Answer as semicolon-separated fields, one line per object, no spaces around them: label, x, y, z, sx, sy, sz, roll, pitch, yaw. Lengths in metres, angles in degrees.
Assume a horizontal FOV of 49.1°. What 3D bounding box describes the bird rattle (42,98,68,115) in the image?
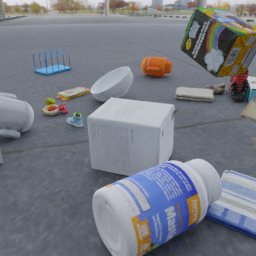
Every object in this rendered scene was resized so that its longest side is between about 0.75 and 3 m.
bird rattle;-2.976;-0.740;11.263;1.017;0.573;0.830;27;46;21

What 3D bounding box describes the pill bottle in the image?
pill bottle;0.658;1.435;5.472;2.427;1.360;1.360;-16;30;-29

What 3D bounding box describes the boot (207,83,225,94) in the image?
boot;4.302;-1.973;13.738;0.838;0.402;1.146;7;26;19

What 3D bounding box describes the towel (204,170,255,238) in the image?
towel;2.621;1.663;6.346;1.371;0.222;1.866;17;32;27

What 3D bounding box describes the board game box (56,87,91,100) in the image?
board game box;-2.609;-1.641;13.272;0.745;0.234;1.560;21;35;38

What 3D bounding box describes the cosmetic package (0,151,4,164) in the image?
cosmetic package;-4.714;0.415;8.429;1.076;0.660;2.606;-18;31;-34

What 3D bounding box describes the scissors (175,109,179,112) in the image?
scissors;1.658;-0.494;11.016;1.444;0.101;0.528;-16;28;-33

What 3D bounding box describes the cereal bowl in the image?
cereal bowl;-0.619;-1.842;12.526;2.028;0.844;2.028;-24;29;14

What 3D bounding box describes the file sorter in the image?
file sorter;-4.688;-4.086;17.251;1.323;1.169;1.906;19;32;35

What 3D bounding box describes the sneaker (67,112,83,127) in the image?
sneaker;-1.950;-0.381;10.233;0.820;0.536;0.326;19;33;36

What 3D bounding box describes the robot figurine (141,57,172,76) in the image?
robot figurine;1.599;-3.576;16.304;1.874;1.093;1.348;8;64;15

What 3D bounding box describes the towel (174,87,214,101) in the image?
towel;3.071;-1.556;12.986;1.746;0.301;1.157;7;28;13

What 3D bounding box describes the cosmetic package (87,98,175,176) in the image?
cosmetic package;0.146;0.233;7.695;1.944;1.604;1.603;9;28;19

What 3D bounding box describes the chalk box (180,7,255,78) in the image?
chalk box;2.746;-2.827;8.803;1.428;1.438;2.304;-12;48;-31

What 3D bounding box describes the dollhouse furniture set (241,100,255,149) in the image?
dollhouse furniture set;2.645;-0.064;5.458;0.771;0.879;0.584;-50;44;-9

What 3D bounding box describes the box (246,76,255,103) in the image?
box;6.109;-1.789;13.079;1.017;0.607;2.472;7;26;15

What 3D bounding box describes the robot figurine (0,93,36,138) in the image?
robot figurine;-4.007;-0.453;9.351;1.099;1.650;1.946;-26;-24;35

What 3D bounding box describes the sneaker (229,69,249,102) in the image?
sneaker;5.184;-1.932;13.164;0.818;1.131;2.314;9;50;14
